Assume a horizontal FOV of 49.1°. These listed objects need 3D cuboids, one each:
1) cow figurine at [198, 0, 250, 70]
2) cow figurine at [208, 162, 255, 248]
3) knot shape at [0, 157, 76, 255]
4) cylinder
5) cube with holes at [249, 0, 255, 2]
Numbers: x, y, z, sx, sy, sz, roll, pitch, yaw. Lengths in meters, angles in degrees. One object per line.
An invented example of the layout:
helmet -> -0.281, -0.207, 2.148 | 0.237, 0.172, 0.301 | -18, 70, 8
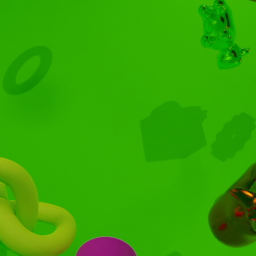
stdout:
cow figurine -> 1.989, -1.911, 5.830 | 0.734, 1.315, 1.336 | -7, 90, 39
cow figurine -> 1.517, 1.044, 3.419 | 0.909, 1.657, 1.630 | 46, 37, 16
knot shape -> -1.664, 1.024, 3.729 | 1.803, 1.687, 0.833 | 6, 51, 34
cylinder -> -0.288, 1.889, 3.295 | 0.834, 0.834, 0.834 | 0, 109, 1
cube with holes -> 2.288, -2.772, 4.410 | 1.076, 1.076, 1.076 | -45, 36, 13
